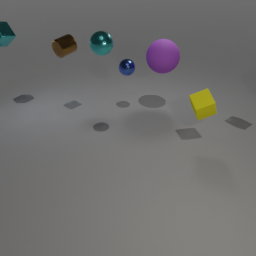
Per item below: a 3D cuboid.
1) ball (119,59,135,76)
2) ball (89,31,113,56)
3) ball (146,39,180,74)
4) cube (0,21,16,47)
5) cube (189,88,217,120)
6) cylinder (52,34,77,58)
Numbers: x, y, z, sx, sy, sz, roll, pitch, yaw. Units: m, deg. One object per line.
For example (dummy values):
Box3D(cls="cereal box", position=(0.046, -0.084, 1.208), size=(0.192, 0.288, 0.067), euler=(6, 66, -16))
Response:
Box3D(cls="ball", position=(-0.043, -2.539, 11.740), size=(0.700, 0.700, 0.700), euler=(0, 30, 0))
Box3D(cls="ball", position=(-0.777, -2.476, 8.198), size=(0.700, 0.700, 0.700), euler=(0, 30, 0))
Box3D(cls="ball", position=(1.454, -2.979, 11.677), size=(1.400, 1.400, 1.400), euler=(0, 30, 0))
Box3D(cls="cube", position=(-5.033, -3.693, 11.040), size=(0.700, 0.700, 0.700), euler=(-31, 2, 31))
Box3D(cls="cube", position=(2.629, -0.820, 9.833), size=(0.700, 0.700, 0.700), euler=(-21, 54, 8))
Box3D(cls="cylinder", position=(-2.430, -3.140, 10.719), size=(0.700, 0.700, 0.700), euler=(25, 49, 36))
